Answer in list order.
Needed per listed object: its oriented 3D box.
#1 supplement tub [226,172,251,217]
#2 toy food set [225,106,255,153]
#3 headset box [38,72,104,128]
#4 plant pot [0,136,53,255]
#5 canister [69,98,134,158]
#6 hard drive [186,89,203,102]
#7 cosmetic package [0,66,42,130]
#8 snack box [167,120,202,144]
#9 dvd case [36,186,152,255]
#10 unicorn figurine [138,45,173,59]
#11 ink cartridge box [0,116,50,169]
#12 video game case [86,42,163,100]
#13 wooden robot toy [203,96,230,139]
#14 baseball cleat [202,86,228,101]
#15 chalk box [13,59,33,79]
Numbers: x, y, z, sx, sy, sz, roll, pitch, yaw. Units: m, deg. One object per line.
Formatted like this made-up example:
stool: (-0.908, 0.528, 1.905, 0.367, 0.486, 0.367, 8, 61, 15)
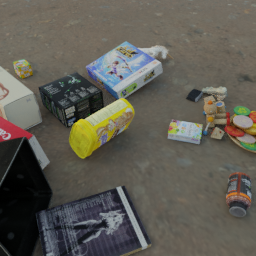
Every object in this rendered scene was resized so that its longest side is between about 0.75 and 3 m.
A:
supplement tub: (3.286, 1.970, 8.312, 0.681, 0.681, 1.273, 14, 43, 15)
toy food set: (4.834, 0.090, 10.519, 2.332, 0.573, 2.356, 11, 43, 13)
headset box: (-2.402, -1.275, 11.727, 1.888, 1.006, 2.169, -31, 50, -28)
plant pot: (-3.621, 1.923, 7.164, 2.209, 2.484, 2.490, -1, 41, 8)
canister: (-0.895, -0.033, 9.907, 2.149, 1.596, 0.930, -34, 75, -34)
hard drive: (3.000, -1.483, 12.609, 0.543, 0.170, 0.805, 24, 47, 25)
cosmetic package: (-4.898, -1.186, 11.285, 1.273, 1.508, 2.918, -33, 49, -31)
snack box: (2.169, 0.130, 10.664, 1.213, 0.321, 0.863, 11, 43, 12)
dvd case: (-0.993, 2.778, 7.700, 2.710, 0.216, 2.015, -14, 45, -17)
unicorn figurine: (1.049, -3.799, 14.667, 2.519, 0.930, 1.730, 14, 48, 11)
ink cartridge box: (-3.908, 0.404, 8.965, 2.284, 2.005, 0.958, 25, 58, 25)
video game case: (-0.229, -2.799, 13.293, 2.551, 0.639, 2.814, -35, 51, -15)
wooden robot toy: (3.371, -0.692, 10.870, 1.038, 1.069, 2.356, -7, 39, 20)
baseball cleat: (3.836, -1.495, 12.438, 0.453, 0.691, 1.299, -30, 19, -21)
chalk box: (-5.300, -3.015, 14.006, 0.626, 0.623, 1.006, -29, 49, -29)
